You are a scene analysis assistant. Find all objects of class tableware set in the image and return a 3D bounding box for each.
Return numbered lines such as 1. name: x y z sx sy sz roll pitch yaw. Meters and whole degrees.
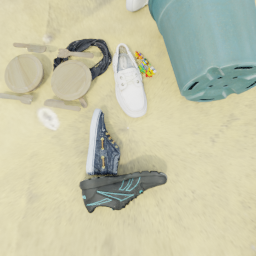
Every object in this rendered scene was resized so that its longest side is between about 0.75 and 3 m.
1. tableware set: -2.108 -1.305 7.513 2.480 0.497 1.639 11 81 12

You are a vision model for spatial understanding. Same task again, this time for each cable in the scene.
1. cable: -1.269 -1.913 7.919 1.384 0.431 1.696 37 74 21

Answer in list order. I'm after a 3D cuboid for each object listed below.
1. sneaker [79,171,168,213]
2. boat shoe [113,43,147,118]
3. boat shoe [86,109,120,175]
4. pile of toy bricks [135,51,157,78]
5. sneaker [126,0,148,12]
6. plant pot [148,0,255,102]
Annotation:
1. sneaker: -0.071 1.389 6.247 1.968 0.742 0.780 -9 79 2
2. boat shoe: -0.020 -1.301 7.397 0.758 0.742 2.140 -14 65 -7
3. boat shoe: -0.533 0.338 6.751 0.748 0.583 1.649 3 72 1
4. pile of toy bricks: 0.411 -1.722 7.843 0.412 0.462 0.834 -40 86 12
5. sneaker: 0.970 -4.521 8.791 1.130 0.972 2.669 30 67 16
6. plant pot: 2.058 -2.233 6.959 2.730 2.730 2.674 -8 74 -4
